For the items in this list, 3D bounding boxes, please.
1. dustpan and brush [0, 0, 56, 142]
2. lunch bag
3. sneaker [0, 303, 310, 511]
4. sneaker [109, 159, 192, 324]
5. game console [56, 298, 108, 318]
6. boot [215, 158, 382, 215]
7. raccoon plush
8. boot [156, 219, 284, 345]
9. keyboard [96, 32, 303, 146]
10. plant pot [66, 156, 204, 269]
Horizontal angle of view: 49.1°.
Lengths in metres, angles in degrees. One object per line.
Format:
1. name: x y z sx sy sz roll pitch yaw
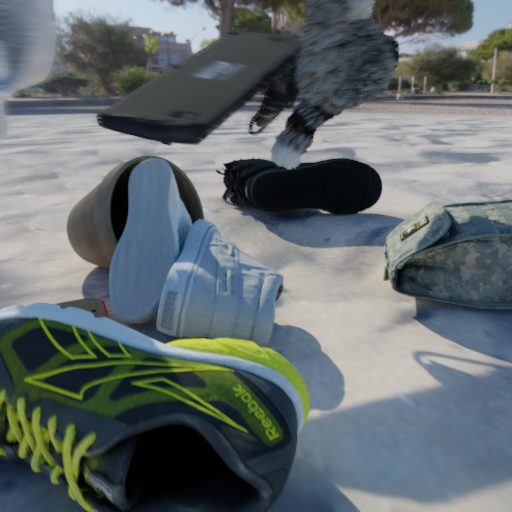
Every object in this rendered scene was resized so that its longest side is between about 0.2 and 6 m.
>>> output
1. dustpan and brush: -3.678 -2.833 8.206 0.861 3.008 2.099 -24 59 -32
2. lunch bag: 2.769 -0.064 7.708 2.050 1.206 1.682 -3 17 12
3. sneaker: -1.178 1.119 4.004 3.127 1.165 1.323 1 18 4
4. sneaker: -1.282 0.008 7.625 0.869 1.364 2.360 -3 59 10
5. game console: -2.313 0.882 6.390 1.262 0.221 1.427 -11 20 -16
6. boot: 0.864 -1.683 12.909 3.265 1.208 2.676 -6 15 -16
7. raccoon plush: 0.841 -2.626 7.462 1.326 2.740 1.836 24 -4 38
8. boot: -0.335 0.341 7.117 1.345 1.035 2.815 13 20 -2
9. keyboard: -0.383 -2.673 9.327 2.391 0.910 4.594 13 40 21
10. plant pot: -1.968 -0.461 8.440 1.584 1.825 1.825 -7 10 37
